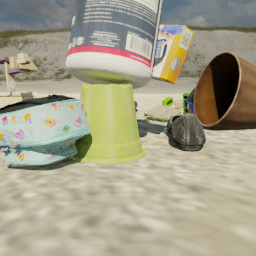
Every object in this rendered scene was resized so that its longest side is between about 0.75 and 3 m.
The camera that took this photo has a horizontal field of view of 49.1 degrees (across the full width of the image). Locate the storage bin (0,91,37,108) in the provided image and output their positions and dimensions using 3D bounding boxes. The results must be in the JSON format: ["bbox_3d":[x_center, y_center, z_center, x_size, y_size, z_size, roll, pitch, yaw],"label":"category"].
[{"bbox_3d":[-5.140,-0.824,10.767,2.437,1.142,2.419,-8,12,-41],"label":"storage bin"}]

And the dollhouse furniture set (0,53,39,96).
[{"bbox_3d":[-3.485,-1.737,9.625,1.363,1.221,1.720,-5,4,20],"label":"dollhouse furniture set"}]

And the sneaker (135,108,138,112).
[{"bbox_3d":[-0.315,-0.760,11.814,1.135,0.950,2.501,8,13,-15],"label":"sneaker"}]

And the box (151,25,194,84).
[{"bbox_3d":[0.491,-1.836,6.717,0.420,1.205,2.025,16,6,-45],"label":"box"}]

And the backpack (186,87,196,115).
[{"bbox_3d":[3.460,-1.083,10.922,2.012,1.688,1.635,-40,21,-22],"label":"backpack"}]

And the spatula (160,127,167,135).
[{"bbox_3d":[1.454,0.072,8.325,0.894,0.103,1.286,4,9,17],"label":"spatula"}]

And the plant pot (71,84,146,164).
[{"bbox_3d":[-0.409,-0.168,5.566,1.529,1.405,1.529,0,8,0],"label":"plant pot"}]

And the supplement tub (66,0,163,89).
[{"bbox_3d":[-0.240,-2.233,5.894,1.803,2.569,1.803,8,-3,0],"label":"supplement tub"}]

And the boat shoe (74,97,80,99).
[{"bbox_3d":[-1.301,-0.557,9.525,2.683,0.991,1.144,10,13,40],"label":"boat shoe"}]

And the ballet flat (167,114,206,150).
[{"bbox_3d":[1.479,-0.098,7.016,0.935,0.799,2.812,1,9,4],"label":"ballet flat"}]

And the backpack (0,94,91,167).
[{"bbox_3d":[-1.432,0.026,4.777,1.535,1.177,1.349,-16,-2,34],"label":"backpack"}]

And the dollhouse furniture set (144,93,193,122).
[{"bbox_3d":[1.890,-0.574,11.687,1.277,0.987,2.556,17,37,41],"label":"dollhouse furniture set"}]

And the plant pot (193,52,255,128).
[{"bbox_3d":[3.828,-0.944,9.033,2.517,2.352,2.352,12,5,-17],"label":"plant pot"}]

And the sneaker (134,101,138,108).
[{"bbox_3d":[-0.862,-1.457,15.095,2.858,1.133,1.077,0,7,-8],"label":"sneaker"}]
